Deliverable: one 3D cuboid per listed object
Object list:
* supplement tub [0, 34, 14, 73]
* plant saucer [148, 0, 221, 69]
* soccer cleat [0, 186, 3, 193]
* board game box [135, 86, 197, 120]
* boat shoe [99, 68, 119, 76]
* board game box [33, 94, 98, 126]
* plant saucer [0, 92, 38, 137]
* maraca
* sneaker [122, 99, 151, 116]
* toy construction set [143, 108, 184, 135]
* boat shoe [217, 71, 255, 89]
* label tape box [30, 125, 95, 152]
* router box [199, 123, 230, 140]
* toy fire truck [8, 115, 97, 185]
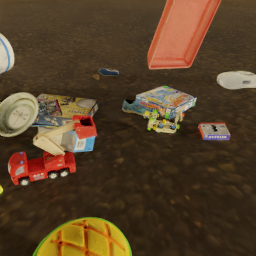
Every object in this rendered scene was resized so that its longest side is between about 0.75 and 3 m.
[{"bbox_3d":[-6.943,-3.135,12.691,1.955,1.955,2.963,17,36,25],"label":"supplement tub"},{"bbox_3d":[1.162,-2.139,6.032,0.318,1.730,1.733,39,34,29],"label":"plant saucer"},{"bbox_3d":[-3.519,1.351,6.954,1.069,0.346,0.447,11,28,16],"label":"soccer cleat"},{"bbox_3d":[1.429,-0.994,10.285,1.452,0.370,2.146,26,30,26],"label":"board game box"},{"bbox_3d":[-0.934,-2.719,13.609,0.970,0.351,0.351,11,27,-2],"label":"boat shoe"},{"bbox_3d":[-2.421,-0.639,10.120,2.304,0.399,1.561,7,32,11],"label":"board game box"},{"bbox_3d":[-3.662,-0.395,9.332,1.650,0.414,1.650,-7,61,13],"label":"plant saucer"},{"bbox_3d":[-0.939,2.340,4.533,2.220,1.188,1.522,-24,54,-33],"label":"maraca"},{"bbox_3d":[0.401,-0.814,10.245,1.257,0.565,0.493,6,32,9],"label":"sneaker"},{"bbox_3d":[1.179,-0.237,9.177,1.352,0.623,0.886,-5,44,4],"label":"toy construction set"},{"bbox_3d":[4.854,-2.177,12.332,2.079,0.748,0.683,-4,26,-7],"label":"boat shoe"},{"bbox_3d":[-1.910,0.283,8.102,1.559,0.515,1.117,10,2,20],"label":"label tape box"},{"bbox_3d":[2.797,0.097,9.110,0.838,0.205,0.752,0,32,0],"label":"router box"},{"bbox_3d":[-1.910,0.555,7.027,2.208,1.557,0.538,-10,40,-16],"label":"toy fire truck"}]
